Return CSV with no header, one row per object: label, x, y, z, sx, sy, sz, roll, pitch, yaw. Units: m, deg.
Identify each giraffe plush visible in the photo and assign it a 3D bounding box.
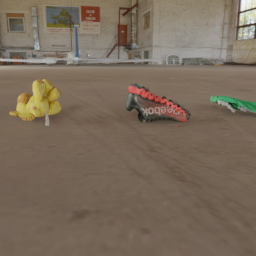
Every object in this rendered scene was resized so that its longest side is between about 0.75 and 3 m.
giraffe plush,-3.098,-0.756,9.235,1.276,1.573,1.357,-7,-26,24

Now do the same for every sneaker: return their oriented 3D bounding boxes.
sneaker,0.928,-0.586,9.242,2.285,1.116,0.808,23,4,-9

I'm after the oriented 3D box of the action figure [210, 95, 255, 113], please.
action figure,4.013,-0.854,10.372,1.960,0.536,1.158,21,21,27
